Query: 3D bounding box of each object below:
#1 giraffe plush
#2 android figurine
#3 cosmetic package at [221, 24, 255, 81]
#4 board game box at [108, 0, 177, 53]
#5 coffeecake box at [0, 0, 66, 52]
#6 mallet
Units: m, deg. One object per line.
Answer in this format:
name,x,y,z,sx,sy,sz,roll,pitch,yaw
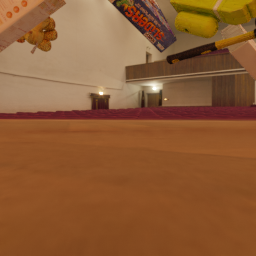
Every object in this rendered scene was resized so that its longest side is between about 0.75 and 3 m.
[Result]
giraffe plush,-3.102,-3.019,8.836,1.151,1.419,1.224,22,-32,15
android figurine,1.992,-2.979,5.621,2.743,2.497,0.563,33,2,41
cosmetic package,3.321,-1.932,7.598,0.529,0.863,2.090,-31,-40,34
board game box,0.065,-3.322,6.760,0.501,2.905,1.967,-37,-47,24
coffeecake box,-2.526,-2.570,5.413,2.033,1.561,0.743,-32,3,7
mallet,1.812,-1.516,5.254,0.756,0.472,2.294,20,-20,-39
